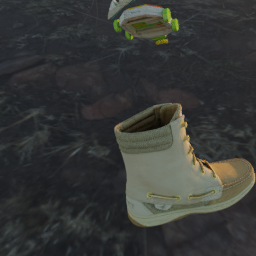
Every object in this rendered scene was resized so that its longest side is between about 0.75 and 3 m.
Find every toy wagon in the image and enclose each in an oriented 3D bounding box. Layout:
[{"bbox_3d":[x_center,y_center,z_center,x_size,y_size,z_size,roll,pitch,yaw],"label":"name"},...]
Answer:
[{"bbox_3d":[0.513,-2.382,6.620,1.297,0.331,1.672,-1,-2,27],"label":"toy wagon"}]

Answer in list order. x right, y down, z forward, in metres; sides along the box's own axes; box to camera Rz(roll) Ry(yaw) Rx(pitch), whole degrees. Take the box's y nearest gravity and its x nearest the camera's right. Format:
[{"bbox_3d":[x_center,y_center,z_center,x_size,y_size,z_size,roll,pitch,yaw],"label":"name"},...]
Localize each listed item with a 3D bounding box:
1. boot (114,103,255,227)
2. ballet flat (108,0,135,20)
[{"bbox_3d":[0.932,0.420,4.200,2.183,1.697,0.795,-14,24,-9],"label":"boot"},{"bbox_3d":[-0.267,-4.117,9.198,1.381,0.480,0.480,-25,28,35],"label":"ballet flat"}]
